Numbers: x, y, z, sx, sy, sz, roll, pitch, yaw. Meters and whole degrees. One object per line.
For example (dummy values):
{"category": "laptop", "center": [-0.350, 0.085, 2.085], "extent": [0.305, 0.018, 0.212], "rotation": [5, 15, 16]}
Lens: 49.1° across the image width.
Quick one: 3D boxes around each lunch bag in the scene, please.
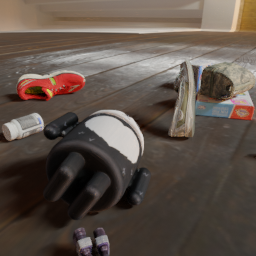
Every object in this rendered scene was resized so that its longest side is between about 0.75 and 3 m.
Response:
{"category": "lunch bag", "center": [3.659, -1.692, 10.251], "extent": [1.673, 1.166, 1.403], "rotation": [-18, 28, -34]}

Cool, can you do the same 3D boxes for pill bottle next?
{"category": "pill bottle", "center": [-3.201, -0.028, 8.550], "extent": [0.613, 0.613, 1.078], "rotation": [19, 29, 36]}

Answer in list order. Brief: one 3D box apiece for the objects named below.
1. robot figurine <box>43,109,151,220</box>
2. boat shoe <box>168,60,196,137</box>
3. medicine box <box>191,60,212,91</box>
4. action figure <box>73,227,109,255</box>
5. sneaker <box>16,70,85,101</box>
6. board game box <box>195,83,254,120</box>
{"category": "robot figurine", "center": [-0.603, 0.611, 5.807], "extent": [1.652, 1.989, 2.647], "rotation": [-9, 20, 22]}
{"category": "boat shoe", "center": [1.674, -0.935, 8.667], "extent": [0.792, 2.471, 0.911], "rotation": [0, -10, 16]}
{"category": "medicine box", "center": [3.358, -2.510, 13.342], "extent": [0.693, 1.226, 1.346], "rotation": [19, 31, 36]}
{"category": "action figure", "center": [-0.319, 2.105, 3.948], "extent": [1.020, 0.544, 1.568], "rotation": [-3, 27, -23]}
{"category": "sneaker", "center": [-3.258, -1.668, 12.065], "extent": [2.918, 1.124, 1.239], "rotation": [-9, 43, -11]}
{"category": "board game box", "center": [3.727, -1.125, 11.084], "extent": [2.014, 0.531, 2.632], "rotation": [7, 25, 15]}
